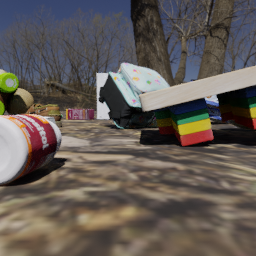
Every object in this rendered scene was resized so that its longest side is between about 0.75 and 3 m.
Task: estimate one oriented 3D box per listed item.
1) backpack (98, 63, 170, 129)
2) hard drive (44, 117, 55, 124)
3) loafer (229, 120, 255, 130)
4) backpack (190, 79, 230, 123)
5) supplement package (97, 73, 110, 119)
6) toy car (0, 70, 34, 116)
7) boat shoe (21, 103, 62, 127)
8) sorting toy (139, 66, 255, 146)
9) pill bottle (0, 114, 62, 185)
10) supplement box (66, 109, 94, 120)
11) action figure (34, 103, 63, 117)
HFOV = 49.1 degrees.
[{"bbox_3d":[0.412,-0.942,8.560,2.080,1.595,1.829,9,36,-42],"label":"backpack"},{"bbox_3d":[-2.764,-0.024,5.811,2.114,0.282,1.395,3,13,33],"label":"hard drive"},{"bbox_3d":[4.083,-0.311,7.344,2.960,1.113,1.031,-1,-30,15],"label":"loafer"},{"bbox_3d":[3.162,-1.074,10.635,1.963,1.588,2.061,23,-7,-38],"label":"backpack"},{"bbox_3d":[-0.686,-1.614,14.563,1.801,2.312,1.282,0,4,-1],"label":"supplement package"},{"bbox_3d":[-4.936,-0.901,12.026,2.336,2.244,2.844,10,-19,43],"label":"toy car"},{"bbox_3d":[-2.916,-0.444,9.345,2.204,0.749,0.793,3,5,39],"label":"boat shoe"},{"bbox_3d":[1.758,-0.514,5.461,2.895,1.008,2.878,-14,6,5],"label":"sorting toy"},{"bbox_3d":[-0.993,0.149,2.627,0.553,0.553,0.979,0,4,7],"label":"pill bottle"},{"bbox_3d":[-2.409,-0.690,14.170,1.251,0.536,0.690,1,4,16],"label":"supplement box"},{"bbox_3d":[-3.971,-0.708,13.858,1.571,0.928,0.430,9,29,9],"label":"action figure"}]
